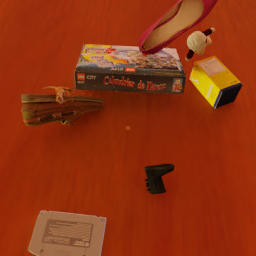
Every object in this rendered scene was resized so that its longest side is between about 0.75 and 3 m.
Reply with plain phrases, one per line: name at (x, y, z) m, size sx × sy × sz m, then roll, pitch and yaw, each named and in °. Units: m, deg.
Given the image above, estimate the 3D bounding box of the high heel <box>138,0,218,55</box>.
high heel at (1.375, -2.949, 7.490) m, size 2.654 × 0.894 × 1.273 m, roll -29°, pitch 14°, yaw 25°

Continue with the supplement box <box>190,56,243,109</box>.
supplement box at (2.548, -1.360, 8.240) m, size 0.738 × 0.743 × 1.356 m, roll -20°, pitch 57°, yaw -16°

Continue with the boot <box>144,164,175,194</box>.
boot at (0.723, 1.140, 6.229) m, size 0.766 × 0.284 × 0.628 m, roll -10°, pitch 95°, yaw 26°

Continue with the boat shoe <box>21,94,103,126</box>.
boat shoe at (-1.654, -0.460, 7.327) m, size 2.331 × 0.793 × 0.839 m, roll -4°, pitch 6°, yaw -41°

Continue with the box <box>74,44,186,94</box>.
box at (0.052, -1.776, 8.213) m, size 2.961 × 0.558 × 2.022 m, roll 2°, pitch 37°, yaw -2°

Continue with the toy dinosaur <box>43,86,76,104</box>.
toy dinosaur at (-1.585, -0.871, 6.591) m, size 0.615 × 0.350 × 1.157 m, roll 9°, pitch 17°, yaw -28°

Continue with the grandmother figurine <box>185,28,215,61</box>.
grandmother figurine at (1.724, -2.068, 6.871) m, size 0.488 × 0.977 × 1.611 m, roll 32°, pitch 18°, yaw 11°

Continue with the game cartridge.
game cartridge at (-1.258, 2.305, 5.885) m, size 1.489 × 0.301 × 0.993 m, roll 5°, pitch 51°, yaw 6°
